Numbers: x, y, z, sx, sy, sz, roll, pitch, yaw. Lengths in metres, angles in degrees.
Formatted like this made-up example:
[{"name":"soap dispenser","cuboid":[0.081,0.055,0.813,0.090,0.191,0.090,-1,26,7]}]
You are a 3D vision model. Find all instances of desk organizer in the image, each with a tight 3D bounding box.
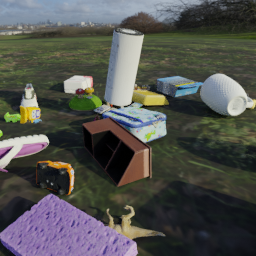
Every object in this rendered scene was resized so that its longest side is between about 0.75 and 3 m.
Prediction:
[{"name":"desk organizer","cuboid":[-0.441,0.606,8.588,1.049,0.977,2.726,-14,27,-24]}]

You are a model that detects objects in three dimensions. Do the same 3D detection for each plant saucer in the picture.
[{"name":"plant saucer","cuboid":[0.893,-1.544,13.886,1.747,0.423,1.747,-4,20,-41]}]

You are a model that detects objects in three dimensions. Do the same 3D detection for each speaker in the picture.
[{"name":"speaker","cuboid":[-0.210,-2.343,11.005,1.160,2.856,1.160,8,29,-4]}]

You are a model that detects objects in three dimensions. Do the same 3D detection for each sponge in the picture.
[{"name":"sponge","cuboid":[-1.188,2.198,5.333,2.417,0.360,1.348,17,39,34]}]

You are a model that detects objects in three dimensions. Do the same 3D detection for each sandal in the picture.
[{"name":"sandal","cuboid":[-3.565,0.883,8.132,2.957,1.203,0.727,-20,71,-40]}]

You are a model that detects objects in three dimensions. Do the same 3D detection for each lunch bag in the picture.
[{"name":"lunch bag","cuboid":[0.196,-0.155,10.269,1.754,0.900,2.182,-15,22,-35]}]

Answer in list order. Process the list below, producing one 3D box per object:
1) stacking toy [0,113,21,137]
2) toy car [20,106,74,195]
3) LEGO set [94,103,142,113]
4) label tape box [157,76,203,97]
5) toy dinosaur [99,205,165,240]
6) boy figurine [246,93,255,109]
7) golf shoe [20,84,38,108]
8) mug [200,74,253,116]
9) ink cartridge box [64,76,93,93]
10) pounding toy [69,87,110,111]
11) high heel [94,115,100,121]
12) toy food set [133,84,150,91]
[{"name":"stacking toy","cuboid":[-5.865,-0.207,10.874,2.829,0.665,2.133,1,23,1]},{"name":"toy car","cuboid":[-1.958,0.509,7.416,1.195,2.437,0.811,-8,5,28]},{"name":"LEGO set","cuboid":[-0.266,-0.894,13.021,1.614,0.530,2.161,21,40,34]},{"name":"label tape box","cuboid":[2.915,-2.234,15.498,1.657,0.727,2.297,-13,27,-29]},{"name":"toy dinosaur","cuboid":[-0.067,2.118,5.878,1.672,0.487,0.846,-5,37,7]},{"name":"boy figurine","cuboid":[5.812,-1.320,13.725,0.916,0.475,1.473,5,21,6]},{"name":"golf shoe","cuboid":[-4.772,-1.419,13.373,0.832,0.950,2.156,-7,25,-18]},{"name":"mug","cuboid":[4.599,-1.343,12.535,2.124,1.568,1.862,7,27,-19]},{"name":"ink cartridge box","cuboid":[-2.875,-2.546,16.330,1.152,0.651,1.573,5,24,12]},{"name":"pounding toy","cuboid":[-1.840,-1.517,13.536,2.064,0.958,1.593,0,23,1]},{"name":"high heel","cuboid":[-1.127,-0.052,10.629,0.385,0.548,1.141,-7,24,-17]},{"name":"toy food set","cuboid":[0.737,-2.422,16.505,0.958,0.290,0.688,-5,24,-11]}]
